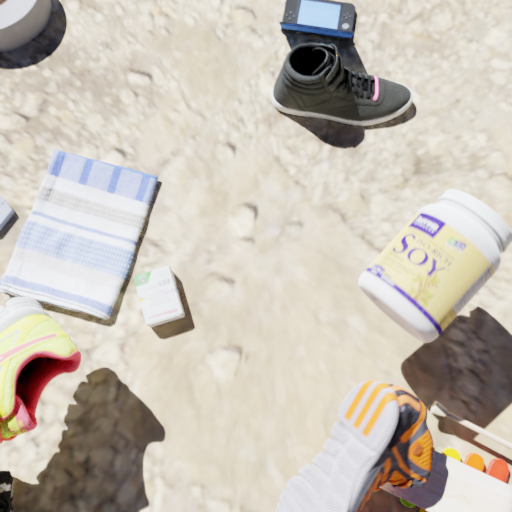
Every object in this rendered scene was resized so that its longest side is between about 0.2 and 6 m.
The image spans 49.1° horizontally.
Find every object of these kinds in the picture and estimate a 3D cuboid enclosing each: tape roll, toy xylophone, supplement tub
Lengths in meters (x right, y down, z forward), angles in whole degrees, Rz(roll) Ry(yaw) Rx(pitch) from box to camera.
[{"bbox_3d":[-4.272,-4.211,9.163,1.676,0.554,1.676,0,76,-1],"label":"tape roll"},{"bbox_3d":[2.558,2.857,7.309,2.024,0.509,1.482,32,78,8],"label":"toy xylophone"},{"bbox_3d":[2.048,0.107,6.426,1.103,1.103,1.518,42,89,10],"label":"supplement tub"}]

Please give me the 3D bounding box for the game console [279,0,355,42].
[{"bbox_3d":[1.009,-3.880,9.003,1.184,0.701,1.011,10,76,2],"label":"game console"}]

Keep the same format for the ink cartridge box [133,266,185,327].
[{"bbox_3d":[-1.380,0.589,8.009,0.539,0.325,0.742,-18,74,-4],"label":"ink cartridge box"}]

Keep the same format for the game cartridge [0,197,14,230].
[{"bbox_3d":[-4.124,-0.722,8.446,0.881,0.178,0.587,32,81,8],"label":"game cartridge"}]

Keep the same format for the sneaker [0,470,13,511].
[{"bbox_3d":[-3.403,3.307,6.948,1.151,0.993,2.625,-44,80,-11],"label":"sneaker"}]

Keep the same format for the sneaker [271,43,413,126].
[{"bbox_3d":[1.355,-2.599,8.453,2.225,1.103,0.787,4,74,0],"label":"sneaker"}]

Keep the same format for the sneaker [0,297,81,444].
[{"bbox_3d":[-3.040,1.693,6.027,1.240,1.074,2.747,29,61,17],"label":"sneaker"}]

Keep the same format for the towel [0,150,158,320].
[{"bbox_3d":[-2.609,-0.352,8.286,1.732,0.281,2.358,16,76,3],"label":"towel"}]

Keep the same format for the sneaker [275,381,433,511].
[{"bbox_3d":[1.256,2.651,6.454,1.359,0.941,2.426,27,99,-36],"label":"sneaker"}]
